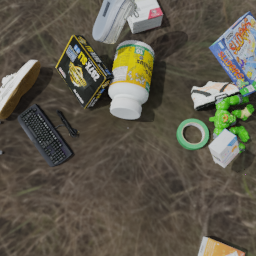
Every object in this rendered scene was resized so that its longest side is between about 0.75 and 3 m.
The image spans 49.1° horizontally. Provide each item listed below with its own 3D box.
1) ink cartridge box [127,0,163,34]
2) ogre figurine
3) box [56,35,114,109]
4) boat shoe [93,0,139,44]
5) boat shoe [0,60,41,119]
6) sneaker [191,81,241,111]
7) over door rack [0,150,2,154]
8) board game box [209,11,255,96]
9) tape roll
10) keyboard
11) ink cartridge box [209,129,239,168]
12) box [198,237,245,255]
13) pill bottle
[{"bbox_3d":[0.530,-5.142,11.984,1.324,0.761,1.824,-18,73,-6],"label":"ink cartridge box"},{"bbox_3d":[3.783,-0.237,10.306,1.285,1.052,2.144,7,105,-10],"label":"ogre figurine"},{"bbox_3d":[-1.688,-2.101,10.552,0.537,1.737,2.176,-18,68,-50],"label":"box"},{"bbox_3d":[-0.120,-3.990,9.265,0.989,1.142,2.678,49,121,39],"label":"boat shoe"},{"bbox_3d":[-4.428,-1.662,10.770,0.925,0.945,2.668,30,76,9],"label":"boat shoe"},{"bbox_3d":[3.565,-1.480,10.757,2.391,0.881,0.957,-16,71,-5],"label":"sneaker"},{"bbox_3d":[-5.676,0.397,10.287,1.839,0.613,1.359,-9,73,-3],"label":"over door rack"},{"bbox_3d":[3.324,-2.148,7.850,1.616,0.411,2.388,51,52,-8],"label":"board game box"},{"bbox_3d":[2.424,0.235,10.507,1.163,0.280,1.163,0,72,0],"label":"tape roll"},{"bbox_3d":[-2.906,0.087,10.574,1.619,0.262,2.548,-37,77,-11],"label":"keyboard"},{"bbox_3d":[2.779,0.652,8.007,0.698,1.212,0.411,-45,51,-5],"label":"ink cartridge box"},{"bbox_3d":[2.993,4.145,9.068,1.238,0.604,0.770,20,73,6],"label":"box"},{"bbox_3d":[0.097,-1.760,10.502,1.506,1.506,2.670,9,72,3],"label":"pill bottle"}]
